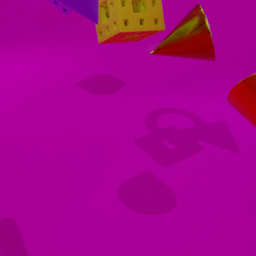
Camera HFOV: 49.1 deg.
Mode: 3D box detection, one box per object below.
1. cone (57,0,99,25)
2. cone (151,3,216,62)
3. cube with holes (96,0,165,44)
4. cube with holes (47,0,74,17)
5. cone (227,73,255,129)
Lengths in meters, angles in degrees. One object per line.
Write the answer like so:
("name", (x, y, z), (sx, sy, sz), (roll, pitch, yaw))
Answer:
("cone", (-0.903, -2.646, 5.755), (1.288, 1.293, 1.288), (-12, 54, 17))
("cone", (1.386, -2.343, 7.777), (1.603, 1.597, 1.597), (-18, 33, 13))
("cube with holes", (-0.026, -2.946, 7.103), (1.273, 1.273, 1.273), (-13, 9, -27))
("cube with holes", (-2.230, -5.179, 10.286), (1.189, 1.189, 1.189), (37, 55, -13))
("cone", (2.170, -0.085, 4.100), (1.140, 1.140, 1.144), (-2, 63, -3))
